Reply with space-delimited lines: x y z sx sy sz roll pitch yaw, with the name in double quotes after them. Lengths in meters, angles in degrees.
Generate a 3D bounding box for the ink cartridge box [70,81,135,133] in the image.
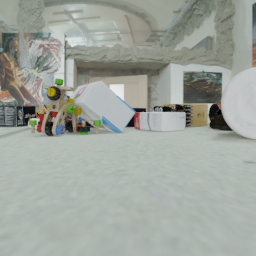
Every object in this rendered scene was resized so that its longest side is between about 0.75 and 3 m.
-0.947 -0.645 8.915 1.481 0.867 2.049 40 -13 -23 "ink cartridge box"

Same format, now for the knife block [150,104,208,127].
1.944 -0.565 11.968 2.572 0.937 2.930 0 4 -12 "knife block"

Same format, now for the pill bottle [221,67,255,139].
3.484 -0.624 7.444 1.640 1.640 2.963 2 4 25 "pill bottle"

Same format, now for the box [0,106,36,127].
-5.284 -0.529 12.057 2.026 0.873 1.659 1 4 10 "box"

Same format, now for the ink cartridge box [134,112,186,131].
1.052 -0.232 9.433 1.077 0.608 1.468 -2 4 -33 "ink cartridge box"

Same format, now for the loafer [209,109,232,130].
3.451 -0.323 10.085 0.725 0.709 1.987 0 4 1 "loafer"

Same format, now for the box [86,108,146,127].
-0.459 -0.443 11.496 1.467 0.819 2.078 0 3 44 "box"

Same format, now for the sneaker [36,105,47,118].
-4.341 -0.566 14.429 0.874 0.679 1.943 -42 -6 -13 "sneaker"

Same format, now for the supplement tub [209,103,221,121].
4.797 -0.649 12.955 1.912 1.023 1.023 -1 4 -17 "supplement tub"

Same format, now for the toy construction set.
-2.022 -0.591 8.003 1.971 1.515 1.644 2 4 38 "toy construction set"

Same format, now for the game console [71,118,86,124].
-2.352 -0.906 13.158 1.604 2.424 2.756 -29 6 -4 "game console"

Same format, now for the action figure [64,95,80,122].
-2.406 -0.499 10.922 1.276 1.148 1.714 31 -35 1 "action figure"

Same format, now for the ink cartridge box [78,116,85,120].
-1.402 -0.704 12.991 1.782 0.749 1.301 7 3 33 "ink cartridge box"

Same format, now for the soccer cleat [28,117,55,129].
-2.886 -0.165 10.011 0.601 0.484 1.410 17 14 34 "soccer cleat"
